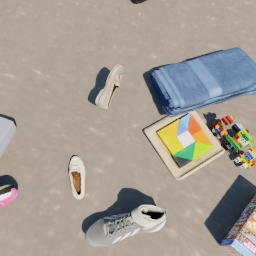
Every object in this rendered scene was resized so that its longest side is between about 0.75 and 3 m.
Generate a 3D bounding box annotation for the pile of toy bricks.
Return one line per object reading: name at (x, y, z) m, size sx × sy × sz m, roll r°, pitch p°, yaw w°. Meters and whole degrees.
pile of toy bricks at (2.855, 0.254, 7.090) m, size 0.701 × 0.788 × 1.420 m, roll -21°, pitch 66°, yaw -30°

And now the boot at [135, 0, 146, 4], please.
boot at (0.699, -5.097, 9.353) m, size 1.891 × 0.711 × 1.414 m, roll -23°, pitch 68°, yaw -9°

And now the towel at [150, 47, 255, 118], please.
towel at (2.124, -1.299, 7.692) m, size 2.802 × 0.680 × 1.565 m, roll -17°, pitch 58°, yaw -8°

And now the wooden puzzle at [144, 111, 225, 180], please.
wooden puzzle at (1.453, 0.308, 7.259) m, size 1.519 × 0.306 × 1.642 m, roll -29°, pitch 70°, yaw -12°

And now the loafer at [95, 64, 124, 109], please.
loafer at (-0.376, -1.020, 7.039) m, size 0.370 × 0.423 × 1.178 m, roll 30°, pitch 90°, yaw 21°

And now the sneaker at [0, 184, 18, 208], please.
sneaker at (-3.776, 1.528, 6.420) m, size 2.362 × 0.871 × 1.033 m, roll -15°, pitch 74°, yaw -1°

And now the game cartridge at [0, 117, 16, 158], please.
game cartridge at (-4.331, 0.324, 6.754) m, size 2.857 × 0.578 × 1.905 m, roll 5°, pitch 45°, yaw 4°

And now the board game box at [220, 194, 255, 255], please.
board game box at (3.077, 2.369, 6.114) m, size 1.275 × 0.774 × 1.599 m, roll 39°, pitch 72°, yaw 15°

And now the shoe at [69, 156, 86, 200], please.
shoe at (-1.235, 1.187, 6.888) m, size 0.383 × 0.292 × 1.095 m, roll -10°, pitch 67°, yaw -4°

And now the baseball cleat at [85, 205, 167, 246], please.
baseball cleat at (-0.056, 2.045, 6.136) m, size 1.854 × 0.987 × 0.646 m, roll -13°, pitch 54°, yaw -12°
